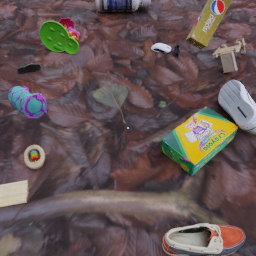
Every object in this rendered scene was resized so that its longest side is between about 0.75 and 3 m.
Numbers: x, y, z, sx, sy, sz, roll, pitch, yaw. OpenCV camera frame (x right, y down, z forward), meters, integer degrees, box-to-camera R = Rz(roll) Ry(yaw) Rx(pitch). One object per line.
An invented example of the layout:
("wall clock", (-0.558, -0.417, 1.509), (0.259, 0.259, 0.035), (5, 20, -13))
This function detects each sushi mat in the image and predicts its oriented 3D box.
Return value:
("sushi mat", (-3.791, 2.020, 8.370), (1.580, 0.096, 0.756), (-9, 48, -8))

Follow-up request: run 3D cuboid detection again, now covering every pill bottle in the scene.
("pill bottle", (-0.279, -7.343, 15.510), (2.989, 1.660, 1.660), (-1, 49, -1))

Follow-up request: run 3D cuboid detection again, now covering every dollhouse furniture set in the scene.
("dollhouse furniture set", (4.601, -3.258, 12.657), (1.000, 0.854, 1.929), (-1, 31, 41))

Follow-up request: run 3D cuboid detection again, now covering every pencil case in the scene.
("pencil case", (-2.146, -0.570, 5.945), (1.193, 0.508, 0.551), (24, 77, 48))

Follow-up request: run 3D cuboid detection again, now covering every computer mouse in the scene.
("computer mouse", (1.785, -3.792, 13.306), (1.393, 0.306, 0.764), (11, 51, 10))

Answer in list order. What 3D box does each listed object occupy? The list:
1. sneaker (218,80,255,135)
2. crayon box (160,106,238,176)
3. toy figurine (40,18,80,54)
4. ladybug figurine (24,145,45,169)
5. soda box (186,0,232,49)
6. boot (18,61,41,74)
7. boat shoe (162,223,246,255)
("sneaker", (4.159, -0.711, 10.253), (1.048, 1.081, 2.961), (36, 31, -23))
("crayon box", (2.391, 0.369, 9.408), (2.333, 0.680, 1.385), (-34, 57, -26))
("toy figurine", (-2.952, -4.602, 13.546), (1.959, 1.471, 1.803), (27, 41, -5))
("ladybug figurine", (-3.030, 0.964, 9.119), (0.654, 0.347, 0.964), (-14, 50, -12))
("soda box", (2.606, -3.492, 8.944), (0.619, 0.585, 1.829), (28, 94, -8))
("boot", (-4.392, -2.806, 12.425), (0.994, 0.385, 0.687), (-11, 45, -10))
("boat shoe", (2.004, 2.848, 7.246), (2.243, 0.702, 0.798), (-3, 47, -4))
